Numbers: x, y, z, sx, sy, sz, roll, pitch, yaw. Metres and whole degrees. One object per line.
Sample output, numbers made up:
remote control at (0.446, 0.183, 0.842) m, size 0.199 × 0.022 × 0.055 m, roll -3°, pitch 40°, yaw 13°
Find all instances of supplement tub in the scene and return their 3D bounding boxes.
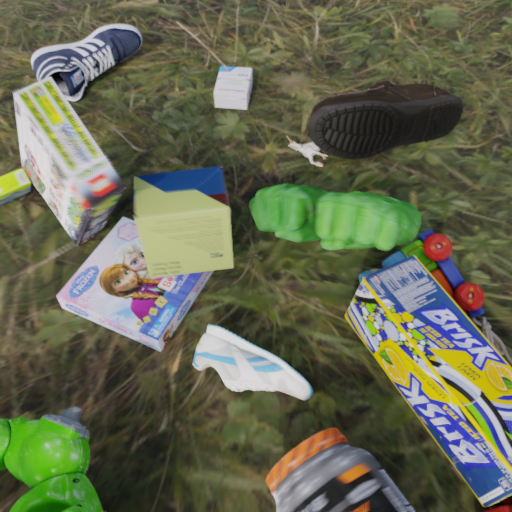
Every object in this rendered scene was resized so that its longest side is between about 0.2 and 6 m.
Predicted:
supplement tub at (1.199, 3.277, 6.430) m, size 1.431 × 1.431 × 2.335 m, roll -27°, pitch 56°, yaw -20°

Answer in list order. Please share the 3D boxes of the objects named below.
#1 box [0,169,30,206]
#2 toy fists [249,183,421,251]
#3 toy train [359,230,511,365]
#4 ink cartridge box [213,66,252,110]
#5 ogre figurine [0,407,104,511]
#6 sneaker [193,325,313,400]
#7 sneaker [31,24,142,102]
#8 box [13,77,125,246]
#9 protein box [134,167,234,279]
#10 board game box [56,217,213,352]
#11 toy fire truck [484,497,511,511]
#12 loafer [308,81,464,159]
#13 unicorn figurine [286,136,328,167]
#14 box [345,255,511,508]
box at (-4.601, -1.200, 10.256) m, size 0.850 × 1.393 × 0.332 m, roll -29°, pitch 99°, yaw -20°
toy fists at (1.155, -0.624, 9.110) m, size 2.855 × 0.982 × 1.455 m, roll 15°, pitch 6°, yaw 40°
toy train at (2.772, 0.974, 8.682) m, size 1.437 × 1.052 × 2.484 m, roll -28°, pitch 75°, yaw -1°
ink cartridge box at (-0.511, -3.801, 12.680) m, size 0.752 × 0.440 × 1.041 m, roll 5°, pitch 50°, yaw 4°
ogre figurine at (-2.707, 3.404, 6.077) m, size 2.348 × 1.921 × 3.916 m, roll -22°, pitch 42°, yaw -2°
sneaker at (-0.045, 1.709, 8.241) m, size 1.829 × 0.700 × 0.739 m, roll 25°, pitch 79°, yaw 13°
sneaker at (-3.777, -4.402, 12.829) m, size 2.623 × 0.919 × 1.423 m, roll -20°, pitch 49°, yaw -7°
box at (-2.935, -1.239, 8.634) m, size 0.555 × 3.198 × 1.760 m, roll -35°, pitch 96°, yaw -22°
protein box at (-1.122, -0.514, 8.896) m, size 1.402 × 1.412 × 0.953 m, roll -7°, pitch 50°, yaw -4°
board game box at (-1.934, 0.395, 9.371) m, size 1.933 × 0.399 × 1.938 m, roll 20°, pitch 54°, yaw 15°
toy fire truck at (3.291, 3.187, 6.873) m, size 1.015 × 0.852 × 0.569 m, roll 1°, pitch 51°, yaw 0°
loafer at (2.510, -2.882, 11.504) m, size 3.494 × 1.275 × 1.247 m, roll -9°, pitch 46°, yaw -23°
unicorn figurine at (1.183, -2.193, 11.468) m, size 0.775 × 0.417 × 1.128 m, roll 39°, pitch 41°, yaw 23°
box at (2.551, 1.564, 7.460) m, size 1.003 × 1.093 × 3.119 m, roll -21°, pitch 60°, yaw -22°
